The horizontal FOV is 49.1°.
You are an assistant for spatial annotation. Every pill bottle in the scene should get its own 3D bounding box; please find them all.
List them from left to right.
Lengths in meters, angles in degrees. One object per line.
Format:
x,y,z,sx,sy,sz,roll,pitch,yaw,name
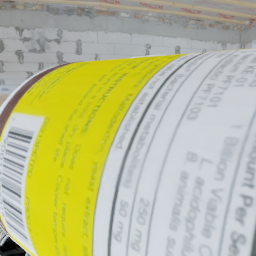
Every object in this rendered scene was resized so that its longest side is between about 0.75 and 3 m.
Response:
0.519,0.384,1.483,2.854,1.559,1.559,9,13,42,pill bottle

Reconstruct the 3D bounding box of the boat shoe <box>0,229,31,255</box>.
-0.885,0.928,2.186,0.309,0.274,0.840,-6,11,-32,boat shoe

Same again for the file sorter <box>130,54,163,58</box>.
0.945,-1.748,11.592,1.853,1.662,2.670,-3,-9,11,file sorter
